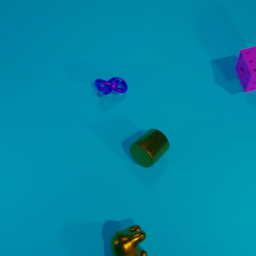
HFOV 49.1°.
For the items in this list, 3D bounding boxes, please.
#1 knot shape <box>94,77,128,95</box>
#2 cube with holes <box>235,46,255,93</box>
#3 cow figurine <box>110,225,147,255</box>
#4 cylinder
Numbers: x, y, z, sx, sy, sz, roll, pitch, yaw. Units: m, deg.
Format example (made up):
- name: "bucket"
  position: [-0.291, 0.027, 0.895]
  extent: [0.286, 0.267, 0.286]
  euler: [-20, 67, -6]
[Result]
- name: "knot shape"
  position: [-0.523, -1.315, 8.791]
  extent: [1.073, 1.004, 0.496]
  euler: [-3, 105, -4]
- name: "cube with holes"
  position: [3.938, -1.810, 8.470]
  extent: [0.943, 0.943, 0.943]
  euler: [-13, 64, 5]
- name: "cow figurine"
  position: [-0.228, 3.493, 7.221]
  extent: [1.668, 0.931, 1.695]
  euler: [-15, 96, -15]
- name: "cylinder"
  position: [0.628, 0.582, 8.150]
  extent: [0.854, 0.854, 0.854]
  euler: [43, 56, 12]
